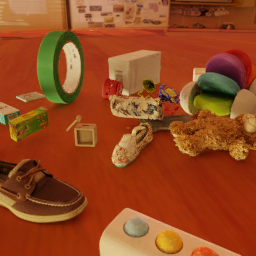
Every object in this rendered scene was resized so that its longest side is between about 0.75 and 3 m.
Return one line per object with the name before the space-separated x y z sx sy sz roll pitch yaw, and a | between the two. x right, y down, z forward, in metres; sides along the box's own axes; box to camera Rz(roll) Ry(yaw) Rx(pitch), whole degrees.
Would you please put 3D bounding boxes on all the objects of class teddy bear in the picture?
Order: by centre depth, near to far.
teddy bear | 2.431 0.089 7.424 2.678 0.894 1.941 4 25 9

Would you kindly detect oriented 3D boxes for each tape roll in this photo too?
tape roll | -2.431 -2.270 10.538 0.637 2.651 2.651 5 24 14

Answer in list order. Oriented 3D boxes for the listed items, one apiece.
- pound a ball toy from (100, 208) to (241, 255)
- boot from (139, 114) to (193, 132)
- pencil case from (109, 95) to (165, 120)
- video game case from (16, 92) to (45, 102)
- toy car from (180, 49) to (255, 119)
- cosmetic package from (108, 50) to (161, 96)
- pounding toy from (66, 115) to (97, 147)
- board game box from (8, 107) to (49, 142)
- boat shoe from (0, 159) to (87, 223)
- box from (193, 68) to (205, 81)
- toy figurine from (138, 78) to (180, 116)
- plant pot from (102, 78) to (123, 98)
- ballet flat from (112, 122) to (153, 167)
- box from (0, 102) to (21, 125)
pound a ball toy | 0.528 1.860 3.496 2.007 0.853 1.309 14 28 30
boot | 1.148 -0.294 8.746 1.466 0.532 1.333 -12 39 -11
pencil case | 0.252 -0.642 8.265 1.621 0.725 0.630 6 43 20
video game case | -3.995 -1.288 11.507 0.788 0.095 0.865 20 31 38
toy car | 3.249 -1.472 9.255 2.466 2.113 2.818 21 38 37
cosmetic package | 0.381 -2.569 12.647 1.113 1.548 2.743 16 27 31
pounding toy | -1.253 0.024 7.602 0.759 0.864 0.395 2 24 5
board game box | -2.765 -0.128 7.891 0.265 0.565 1.112 27 39 27
boat shoe | -1.940 1.032 5.299 2.473 0.890 0.892 11 26 22
box | 3.417 -2.251 12.881 0.811 0.731 1.442 4 24 12
toy figurine | 1.199 -1.056 9.256 1.505 0.794 0.902 43 43 21
plant pot | -0.606 -1.566 11.344 0.726 0.797 0.797 12 26 7
ballet flat | 0.110 0.338 7.261 0.687 0.581 1.818 11 27 23
box | -4.269 -0.528 9.481 1.418 0.349 0.584 19 31 37
